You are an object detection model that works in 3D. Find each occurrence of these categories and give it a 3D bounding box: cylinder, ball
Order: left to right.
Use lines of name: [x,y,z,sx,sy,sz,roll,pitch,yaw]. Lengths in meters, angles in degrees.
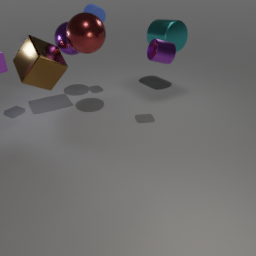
ball: [-2.488,-3.891,12.200,1.400,1.400,1.400,0,31,0]
ball: [-1.482,-3.353,9.940,1.400,1.400,1.400,0,31,0]
cylinder: [-1.346,-4.546,11.236,0.700,0.700,0.700,-16,38,-24]
cylinder: [1.076,-2.466,9.050,0.700,0.700,0.700,6,27,-24]
cylinder: [1.842,-4.376,13.238,1.400,1.400,1.400,-20,30,-29]

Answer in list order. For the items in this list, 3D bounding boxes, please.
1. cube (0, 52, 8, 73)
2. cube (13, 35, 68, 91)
cube: [-4.983,-2.375,10.272,0.700,0.700,0.700,16,34,32]
cube: [-3.568,-2.609,11.401,1.400,1.400,1.400,10,41,-50]
